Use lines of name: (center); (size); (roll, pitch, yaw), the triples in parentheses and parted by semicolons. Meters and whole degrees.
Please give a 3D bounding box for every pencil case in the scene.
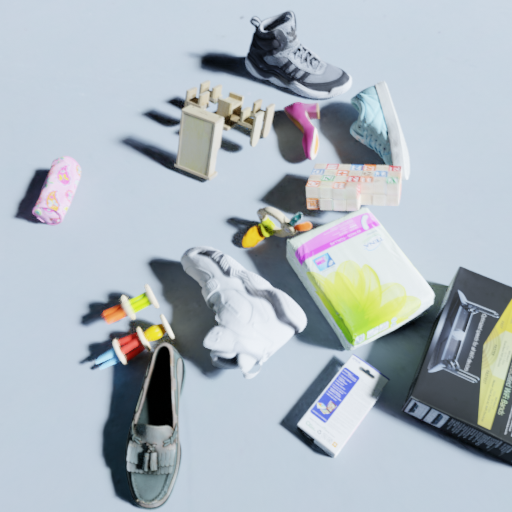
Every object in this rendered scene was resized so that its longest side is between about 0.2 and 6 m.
pencil case: (-4.385, -1.456, 12.381); (0.695, 0.695, 1.590); (4, 56, 3)

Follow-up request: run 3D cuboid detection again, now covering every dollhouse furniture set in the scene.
dollhouse furniture set: (-0.908, -2.955, 13.267); (1.895, 1.436, 2.162); (24, 38, 15)

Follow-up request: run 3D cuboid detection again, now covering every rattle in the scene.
rattle: (0.389, -0.504, 11.518); (1.254, 0.816, 0.896); (22, 44, 40)

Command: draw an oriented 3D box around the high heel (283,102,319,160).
high heel: (1.041, -3.006, 13.465); (0.887, 0.623, 1.849); (-2, 61, 12)

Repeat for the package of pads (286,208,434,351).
package of pads: (2.022, 0.391, 11.023); (1.943, 0.858, 2.515); (-23, 60, -13)

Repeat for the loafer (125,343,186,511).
loafer: (-1.727, 2.770, 9.441); (0.971, 0.850, 2.704); (1, 56, 1)

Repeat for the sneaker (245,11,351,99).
sneaker: (1.060, -5.107, 14.168); (2.930, 1.667, 1.106); (21, 59, 14)

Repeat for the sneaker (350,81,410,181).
sneaker: (2.863, -2.809, 13.231); (1.134, 1.023, 2.767); (-18, 57, 20)

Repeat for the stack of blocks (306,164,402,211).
stack of blocks: (2.115, -1.472, 12.035); (1.906, 0.558, 1.098); (4, 37, 16)

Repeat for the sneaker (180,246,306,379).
sneaker: (-0.644, 1.010, 10.456); (2.887, 1.085, 1.659); (31, 66, 25)

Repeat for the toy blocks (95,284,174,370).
toy blocks: (-2.430, 1.355, 10.435); (1.449, 0.526, 1.208); (-28, 73, -9)

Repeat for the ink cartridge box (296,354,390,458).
ink cartridge box: (1.545, 2.613, 9.879); (0.814, 0.319, 1.719); (34, 65, 21)

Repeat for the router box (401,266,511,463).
router box: (4.264, 1.906, 10.051); (2.346, 0.779, 2.984); (24, 60, 15)
